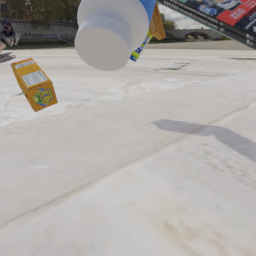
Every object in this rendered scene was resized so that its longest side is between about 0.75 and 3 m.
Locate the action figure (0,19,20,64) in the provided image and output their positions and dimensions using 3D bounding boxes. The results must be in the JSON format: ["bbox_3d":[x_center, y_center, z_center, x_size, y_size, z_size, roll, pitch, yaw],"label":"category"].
[{"bbox_3d":[-2.691,-1.851,4.736,1.468,2.256,0.783,-22,30,-39],"label":"action figure"}]

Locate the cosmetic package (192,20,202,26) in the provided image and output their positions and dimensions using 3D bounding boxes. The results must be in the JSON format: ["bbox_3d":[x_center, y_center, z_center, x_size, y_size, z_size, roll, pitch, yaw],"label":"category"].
[{"bbox_3d":[1.703,-2.912,6.433,0.415,0.977,0.526,-4,11,-1],"label":"cosmetic package"}]

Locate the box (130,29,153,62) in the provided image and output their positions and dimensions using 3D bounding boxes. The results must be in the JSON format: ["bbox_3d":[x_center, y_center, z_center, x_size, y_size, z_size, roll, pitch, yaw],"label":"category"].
[{"bbox_3d":[0.275,-3.300,10.505,0.919,1.508,0.359,29,-20,4],"label":"box"}]

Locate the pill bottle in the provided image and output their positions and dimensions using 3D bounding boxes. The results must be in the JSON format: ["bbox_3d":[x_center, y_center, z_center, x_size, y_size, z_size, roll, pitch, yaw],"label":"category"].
[{"bbox_3d":[-0.115,-1.436,3.372,0.842,0.842,1.501,5,56,14],"label":"pill bottle"}]

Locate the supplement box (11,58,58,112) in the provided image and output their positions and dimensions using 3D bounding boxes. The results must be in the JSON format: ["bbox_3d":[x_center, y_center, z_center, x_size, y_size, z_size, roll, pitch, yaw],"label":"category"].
[{"bbox_3d":[-1.441,-0.690,4.253,0.398,0.385,1.156,-22,39,-18],"label":"supplement box"}]

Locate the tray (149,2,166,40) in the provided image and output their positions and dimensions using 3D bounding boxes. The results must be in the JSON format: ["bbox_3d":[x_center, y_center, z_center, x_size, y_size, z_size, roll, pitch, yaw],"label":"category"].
[{"bbox_3d":[0.927,-4.216,10.334,0.323,1.742,0.859,-18,-9,29],"label":"tray"}]

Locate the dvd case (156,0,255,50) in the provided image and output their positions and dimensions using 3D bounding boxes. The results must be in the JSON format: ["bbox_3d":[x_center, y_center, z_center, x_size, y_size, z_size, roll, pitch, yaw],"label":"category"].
[{"bbox_3d":[1.680,-2.528,5.133,2.604,0.287,1.901,37,63,22],"label":"dvd case"}]
